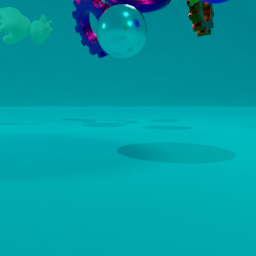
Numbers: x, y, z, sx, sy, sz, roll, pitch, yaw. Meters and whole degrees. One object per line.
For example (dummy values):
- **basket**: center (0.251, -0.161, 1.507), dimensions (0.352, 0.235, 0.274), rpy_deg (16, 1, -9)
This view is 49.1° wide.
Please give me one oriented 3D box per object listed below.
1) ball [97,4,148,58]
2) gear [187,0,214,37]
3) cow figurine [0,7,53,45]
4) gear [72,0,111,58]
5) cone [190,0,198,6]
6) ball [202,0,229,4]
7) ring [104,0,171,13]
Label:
- **ball**: center (-0.141, -2.406, 7.025), dimensions (1.283, 1.283, 1.283), rpy_deg (0, 5, 0)
- **gear**: center (2.381, -3.870, 9.079), dimensions (0.316, 1.709, 1.709), rpy_deg (-1, 3, 34)
- **cow figurine**: center (-2.815, -2.792, 7.563), dimensions (1.333, 1.355, 0.744), rpy_deg (-28, -20, -20)
- **gear**: center (-1.123, -3.475, 9.536), dimensions (0.388, 2.097, 2.097), rpy_deg (-33, 22, -30)
- **cone**: center (0.988, -1.889, 2.641), dimensions (1.508, 1.513, 1.508), rpy_deg (19, 36, -14)
- **ball**: center (1.861, -3.235, 5.746), dimensions (1.256, 1.256, 1.256), rpy_deg (0, 5, 0)
- **ring**: center (0.268, -3.883, 8.025), dimensions (2.039, 0.408, 2.039), rpy_deg (1, 48, -1)
